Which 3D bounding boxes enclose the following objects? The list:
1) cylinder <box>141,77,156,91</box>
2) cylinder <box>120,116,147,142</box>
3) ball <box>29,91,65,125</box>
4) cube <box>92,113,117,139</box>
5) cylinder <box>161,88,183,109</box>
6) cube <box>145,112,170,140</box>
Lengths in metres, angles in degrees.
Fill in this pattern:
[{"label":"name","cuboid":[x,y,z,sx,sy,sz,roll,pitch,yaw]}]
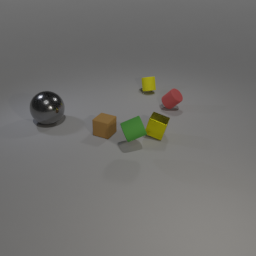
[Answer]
[{"label":"cylinder","cuboid":[1.078,-2.298,14.619,0.700,0.700,0.700,-6,8,1]},{"label":"cylinder","cuboid":[0.188,0.032,9.432,0.700,0.700,0.700,-23,31,2]},{"label":"ball","cuboid":[-3.332,-0.827,11.573,1.400,1.400,1.400,0,29,0]},{"label":"cube","cuboid":[-0.909,-0.091,10.936,0.700,0.700,0.700,14,32,22]},{"label":"cylinder","cuboid":[2.006,-1.329,12.754,0.700,0.700,0.700,21,51,-29]},{"label":"cube","cuboid":[1.115,-0.087,10.685,0.700,0.700,0.700,22,31,8]}]
